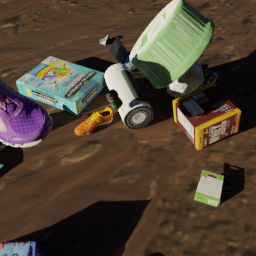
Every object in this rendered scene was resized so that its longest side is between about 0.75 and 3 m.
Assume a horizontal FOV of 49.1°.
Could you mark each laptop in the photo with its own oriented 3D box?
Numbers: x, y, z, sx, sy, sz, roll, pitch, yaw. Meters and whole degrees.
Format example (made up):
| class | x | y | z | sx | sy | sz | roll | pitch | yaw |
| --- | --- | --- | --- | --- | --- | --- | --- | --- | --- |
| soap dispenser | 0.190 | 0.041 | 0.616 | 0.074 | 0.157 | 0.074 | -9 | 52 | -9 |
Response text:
| class | x | y | z | sx | sy | sz | roll | pitch | yaw |
| --- | --- | --- | --- | --- | --- | --- | --- | --- | --- |
| laptop | 0.011 | -3.696 | 13.686 | 0.869 | 1.499 | 1.404 | -18 | 36 | 32 |

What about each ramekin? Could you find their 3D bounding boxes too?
| class | x | y | z | sx | sy | sz | roll | pitch | yaw |
| --- | --- | --- | --- | --- | --- | --- | --- | --- | --- |
| ramekin | 1.330 | -2.860 | 9.391 | 1.393 | 2.852 | 2.852 | 36 | 44 | -18 |

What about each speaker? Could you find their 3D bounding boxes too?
| class | x | y | z | sx | sy | sz | roll | pitch | yaw |
| --- | --- | --- | --- | --- | --- | --- | --- | --- | --- |
| speaker | -0.041 | -1.326 | 11.111 | 1.186 | 1.186 | 2.920 | -12 | 46 | -12 |

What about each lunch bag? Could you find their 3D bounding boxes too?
| class | x | y | z | sx | sy | sz | roll | pitch | yaw |
| --- | --- | --- | --- | --- | --- | --- | --- | --- | --- |
| lunch bag | -2.914 | 3.834 | 6.328 | 1.653 | 1.033 | 2.195 | -2 | 58 | -4 |

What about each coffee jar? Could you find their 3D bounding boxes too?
| class | x | y | z | sx | sy | sz | roll | pitch | yaw |
| --- | --- | --- | --- | --- | --- | --- | --- | --- | --- |
| coffee jar | -0.441 | -0.936 | 9.191 | 0.327 | 0.767 | 0.400 | 35 | 79 | 27 |

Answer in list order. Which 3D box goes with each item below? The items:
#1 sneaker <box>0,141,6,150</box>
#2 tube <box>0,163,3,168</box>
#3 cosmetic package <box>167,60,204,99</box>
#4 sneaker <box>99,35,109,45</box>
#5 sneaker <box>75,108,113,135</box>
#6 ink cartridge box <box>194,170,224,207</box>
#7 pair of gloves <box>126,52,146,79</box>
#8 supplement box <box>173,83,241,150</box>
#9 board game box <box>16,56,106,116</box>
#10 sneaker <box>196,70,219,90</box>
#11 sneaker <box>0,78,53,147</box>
| class | x | y | z | sx | sy | sz | roll | pitch | yaw |
| --- | --- | --- | --- | --- | --- | --- | --- | --- | --- |
| sneaker | -5.257 | -0.066 | 9.790 | 2.207 | 1.256 | 0.833 | 20 | 49 | 19 |
| tube | -5.490 | 0.958 | 9.273 | 2.709 | 0.683 | 1.049 | 27 | 60 | 18 |
| cosmetic package | 2.336 | -2.094 | 11.602 | 0.833 | 1.350 | 1.355 | 28 | 42 | -22 |
| sneaker | -1.310 | -4.793 | 15.135 | 0.475 | 0.309 | 0.823 | 8 | 47 | 11 |
| sneaker | -1.301 | -0.281 | 10.456 | 1.655 | 0.638 | 0.604 | -34 | 55 | -27 |
| ink cartridge box | 2.498 | 1.830 | 8.561 | 0.701 | 0.360 | 0.949 | 16 | 46 | 16 |
| pair of gloves | 0.952 | -3.028 | 13.147 | 2.280 | 0.470 | 2.681 | 3 | 40 | 17 |
| supplement box | 2.771 | -0.427 | 10.037 | 1.663 | 1.119 | 1.686 | -24 | 50 | -7 |
| board game box | -2.808 | -1.914 | 12.008 | 2.992 | 0.702 | 2.259 | 20 | 49 | 19 |
| sneaker | 3.334 | -1.657 | 11.406 | 0.734 | 1.196 | 1.838 | -1 | 46 | 1 |
| sneaker | -3.051 | -0.686 | 6.164 | 2.987 | 1.320 | 1.201 | 32 | 67 | 9 |
